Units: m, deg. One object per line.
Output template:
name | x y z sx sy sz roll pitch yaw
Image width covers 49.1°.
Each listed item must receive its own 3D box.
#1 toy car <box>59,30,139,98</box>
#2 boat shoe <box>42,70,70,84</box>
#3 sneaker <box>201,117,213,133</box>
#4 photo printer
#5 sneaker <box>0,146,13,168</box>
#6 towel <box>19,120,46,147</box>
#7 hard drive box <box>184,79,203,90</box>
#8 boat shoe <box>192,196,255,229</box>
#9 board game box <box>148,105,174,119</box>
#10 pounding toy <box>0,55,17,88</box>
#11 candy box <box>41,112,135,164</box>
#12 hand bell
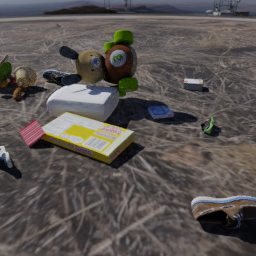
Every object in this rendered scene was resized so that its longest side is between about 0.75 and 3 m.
toy car | -1.242 -2.475 11.033 2.816 2.313 2.222 -4 -5 -25
boat shoe | -3.630 -2.553 14.034 1.595 0.564 0.724 6 24 7
sneaker | 2.722 -0.140 9.671 0.382 0.350 0.912 12 28 14
photo printer | -1.754 -1.034 10.820 2.435 0.845 2.026 6 27 12
sneaker | -3.533 0.856 7.708 0.481 0.426 1.137 -19 23 -30
towel | -3.045 0.158 8.926 0.661 0.103 0.915 -40 49 -9
hard drive box | 3.122 -2.087 13.421 0.858 0.330 0.669 5 27 11
boat shoe | 2.118 1.799 5.830 1.534 0.554 0.555 -4 31 13
board game box | 1.246 -0.624 10.780 0.797 0.173 0.793 -7 29 -12
pounding toy | -5.930 -2.455 13.425 1.470 0.883 1.904 -50 10 -20
candy box | -1.365 0.218 8.901 2.844 0.376 1.454 16 34 28
hand bell | -4.860 -1.903 12.721 1.051 1.051 2.019 -2 39 -4
